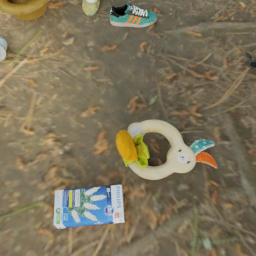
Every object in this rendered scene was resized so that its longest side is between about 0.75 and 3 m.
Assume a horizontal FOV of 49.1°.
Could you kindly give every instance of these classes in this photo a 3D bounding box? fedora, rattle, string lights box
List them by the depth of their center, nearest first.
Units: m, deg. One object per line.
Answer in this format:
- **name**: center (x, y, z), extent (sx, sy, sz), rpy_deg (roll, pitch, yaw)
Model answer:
- **string lights box**: center (-0.966, 1.992, 7.112), extent (1.700, 0.501, 0.874), rpy_deg (-5, 60, -1)
- **rattle**: center (1.162, 0.474, 7.213), extent (2.668, 1.906, 1.737), rpy_deg (13, 61, 9)
- **fedora**: center (-3.826, -4.951, 10.774), extent (2.451, 1.000, 2.451), rpy_deg (0, 63, 1)

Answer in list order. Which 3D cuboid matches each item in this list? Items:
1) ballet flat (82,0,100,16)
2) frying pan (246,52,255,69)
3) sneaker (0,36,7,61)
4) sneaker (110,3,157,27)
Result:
- **ballet flat**: center (-1.409, -5.375, 11.211), extent (0.702, 0.702, 1.985), rpy_deg (8, 61, 5)
- **frying pan**: center (4.320, -2.324, 9.791), extent (0.788, 0.128, 0.477), rpy_deg (40, 67, 22)
- **sneaker**: center (-5.407, -2.676, 9.664), extent (2.371, 0.906, 0.955), rpy_deg (-8, 51, -11)
- **sneaker**: center (0.209, -4.273, 10.547), extent (1.800, 0.719, 0.643), rpy_deg (-3, 61, -2)
